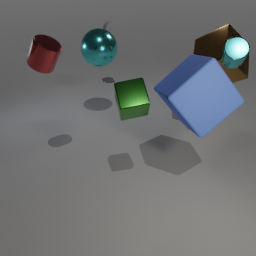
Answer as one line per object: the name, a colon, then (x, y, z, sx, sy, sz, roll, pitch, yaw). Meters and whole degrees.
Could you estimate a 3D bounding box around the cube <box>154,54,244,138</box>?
cube: (1.753, -0.864, 7.193, 1.400, 1.400, 1.400, -41, 20, 5)

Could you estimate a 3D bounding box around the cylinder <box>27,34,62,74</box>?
cylinder: (-2.107, -1.855, 7.043, 0.700, 0.700, 0.700, 22, 37, -18)

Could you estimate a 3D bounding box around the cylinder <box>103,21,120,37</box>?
cylinder: (-0.793, -4.776, 13.487, 0.700, 0.700, 0.700, -7, 25, -13)

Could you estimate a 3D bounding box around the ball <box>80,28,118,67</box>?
ball: (-1.097, -3.042, 10.635, 1.400, 1.400, 1.400, 0, 29, 0)

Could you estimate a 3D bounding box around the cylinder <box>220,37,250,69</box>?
cylinder: (3.162, -2.220, 8.324, 0.700, 0.700, 0.700, 6, -9, 11)

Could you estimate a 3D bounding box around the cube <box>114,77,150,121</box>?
cube: (0.084, -0.674, 6.639, 0.700, 0.700, 0.700, -12, 71, -4)

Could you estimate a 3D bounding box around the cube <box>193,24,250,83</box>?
cube: (3.257, -2.450, 9.842, 1.400, 1.400, 1.400, 27, -25, -35)
